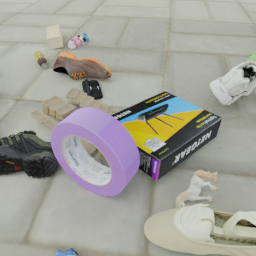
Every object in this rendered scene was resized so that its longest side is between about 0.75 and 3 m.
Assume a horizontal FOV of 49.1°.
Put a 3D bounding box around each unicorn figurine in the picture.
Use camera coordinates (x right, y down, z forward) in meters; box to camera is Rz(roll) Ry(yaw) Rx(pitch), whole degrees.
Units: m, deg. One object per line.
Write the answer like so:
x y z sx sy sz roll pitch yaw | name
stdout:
1.493 1.413 6.136 0.790 1.150 0.425 11 8 -5 | unicorn figurine

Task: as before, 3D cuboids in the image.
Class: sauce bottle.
-3.600 -2.816 11.659 0.381 0.381 1.177 -18 42 -21 | sauce bottle

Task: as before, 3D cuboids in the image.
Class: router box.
0.909 0.025 7.622 2.084 0.713 2.794 31 42 33 | router box

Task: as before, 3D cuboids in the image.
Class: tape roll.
-0.738 0.551 6.138 1.965 1.965 0.645 21 44 24 | tape roll

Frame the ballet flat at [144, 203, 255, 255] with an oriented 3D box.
1.762 1.876 5.309 2.905 1.009 1.009 6 39 7 | ballet flat

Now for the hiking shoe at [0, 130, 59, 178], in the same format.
-2.840 0.570 7.135 2.374 0.899 1.195 12 32 -1 | hiking shoe

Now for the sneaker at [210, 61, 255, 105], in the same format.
3.897 -1.689 9.245 2.962 1.200 1.113 -32 81 -43 | sneaker

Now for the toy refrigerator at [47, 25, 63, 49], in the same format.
-3.508 -4.373 13.462 0.633 0.583 1.666 -14 39 -6 | toy refrigerator

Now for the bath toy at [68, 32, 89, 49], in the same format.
-2.386 -4.140 13.250 0.540 0.459 1.243 21 44 25 | bath toy

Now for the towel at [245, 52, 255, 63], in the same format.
6.091 -2.677 11.363 1.560 0.321 2.092 -38 49 -23 | towel

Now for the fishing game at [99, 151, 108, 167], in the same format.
0.016 0.638 7.442 1.568 0.244 1.123 -6 42 -8 | fishing game

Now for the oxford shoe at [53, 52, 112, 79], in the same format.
-1.746 -2.154 10.656 2.418 0.862 0.882 17 66 21 | oxford shoe

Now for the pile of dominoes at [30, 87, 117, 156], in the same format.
-1.464 -0.229 8.591 2.579 0.411 2.010 32 45 22 | pile of dominoes

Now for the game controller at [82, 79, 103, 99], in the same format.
-1.281 -1.382 10.015 0.637 0.257 1.220 3 37 -19 | game controller

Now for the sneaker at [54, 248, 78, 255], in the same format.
-0.996 2.400 5.162 0.795 0.312 0.355 7 42 9 | sneaker
